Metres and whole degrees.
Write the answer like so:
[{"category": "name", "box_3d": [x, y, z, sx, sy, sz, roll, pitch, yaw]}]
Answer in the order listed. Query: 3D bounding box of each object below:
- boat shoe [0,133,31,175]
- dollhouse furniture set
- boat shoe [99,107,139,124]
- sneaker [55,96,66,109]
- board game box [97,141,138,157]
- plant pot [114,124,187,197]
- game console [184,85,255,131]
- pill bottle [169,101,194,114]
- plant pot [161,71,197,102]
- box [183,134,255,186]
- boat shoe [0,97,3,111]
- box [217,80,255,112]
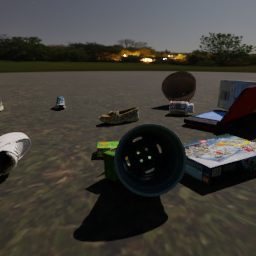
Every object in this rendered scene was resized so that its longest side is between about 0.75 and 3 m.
[{"category": "boat shoe", "box_3d": [-2.774, 0.706, 6.215, 0.750, 0.766, 2.165, 10, 21, 16]}, {"category": "dollhouse furniture set", "box_3d": [0.051, 0.674, 6.517, 0.757, 0.585, 1.515, 13, 19, 38]}, {"category": "boat shoe", "box_3d": [-0.336, -0.528, 11.151, 1.744, 0.547, 0.639, -9, 22, -34]}, {"category": "sneaker", "box_3d": [-3.467, -1.306, 14.195, 0.528, 0.587, 1.360, -4, 15, -16]}, {"category": "board game box", "box_3d": [-0.290, 0.566, 7.601, 1.070, 0.255, 0.544, -1, 14, -3]}, {"category": "plant pot", "box_3d": [0.373, 0.573, 5.566, 1.289, 1.289, 1.262, -1, -1, -2]}, {"category": "game console", "box_3d": [3.838, -0.949, 10.712, 2.763, 1.640, 2.381, -13, 20, -43]}, {"category": "pill bottle", "box_3d": [2.423, -0.909, 12.678, 1.045, 0.578, 0.578, 4, 15, 15]}, {"category": "plant pot", "box_3d": [2.800, -1.940, 14.953, 1.807, 1.807, 1.213, 7, -28, 25]}, {"category": "box", "box_3d": [2.231, 0.674, 6.813, 2.264, 0.427, 1.546, -8, 17, -29]}, {"category": "boat shoe", "box_3d": [-6.278, -1.003, 12.675, 0.821, 0.755, 2.298, -2, 15, -6]}, {"category": "box", "box_3d": [5.511, -1.406, 12.546, 2.430, 1.324, 1.553, 4, 9, -7]}]
